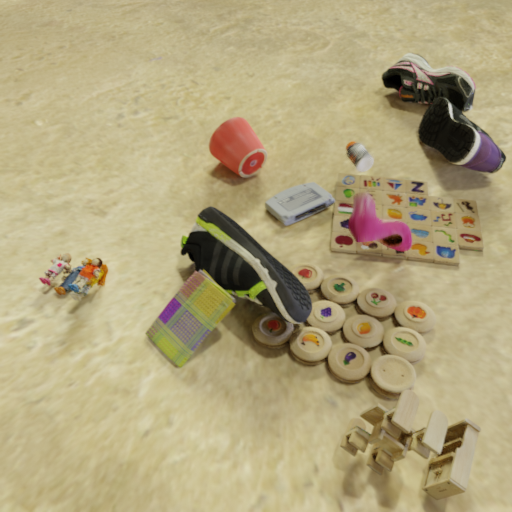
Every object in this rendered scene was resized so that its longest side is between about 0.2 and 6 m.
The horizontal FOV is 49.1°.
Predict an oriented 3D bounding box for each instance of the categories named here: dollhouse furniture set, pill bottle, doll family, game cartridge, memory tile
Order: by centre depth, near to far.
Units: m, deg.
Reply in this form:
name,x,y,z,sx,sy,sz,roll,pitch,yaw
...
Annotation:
name,x,y,z,sx,sy,sz,roll,pitch,yaw
dollhouse furniture set,2.212,2.464,7.787,1.502,1.317,0.998,36,50,-1
memory tile,1.561,1.190,9.891,2.898,0.243,2.222,20,46,19
doll family,-3.331,0.385,10.609,1.450,0.653,0.900,9,48,35
pill bottle,2.213,-2.185,12.152,0.393,0.393,0.740,-12,45,-12
game cartridge,0.932,-1.190,12.436,1.365,0.279,0.908,-24,49,-22

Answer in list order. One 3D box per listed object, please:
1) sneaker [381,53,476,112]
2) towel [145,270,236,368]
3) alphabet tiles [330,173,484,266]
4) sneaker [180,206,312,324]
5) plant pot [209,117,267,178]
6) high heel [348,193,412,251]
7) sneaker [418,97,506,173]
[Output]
name,x,y,z,sx,sy,sz,roll,pitch,yaw
sneaker,4.731,-4.658,15.763,1.291,1.201,2.991,-31,42,-15
towel,-1.115,1.043,9.624,1.087,0.172,1.513,36,84,35
alphabet tiles,3.245,-0.848,12.114,3.104,0.117,2.594,7,45,6
sneaker,-0.309,0.410,10.275,1.373,1.189,3.316,-51,49,7
plant pot,-0.363,-2.504,13.311,1.191,1.191,1.054,-27,61,-26
high heel,2.359,-0.293,10.404,0.687,2.041,0.979,-10,59,32
sneaker,5.091,-2.876,13.938,1.333,1.153,3.044,20,32,-19
